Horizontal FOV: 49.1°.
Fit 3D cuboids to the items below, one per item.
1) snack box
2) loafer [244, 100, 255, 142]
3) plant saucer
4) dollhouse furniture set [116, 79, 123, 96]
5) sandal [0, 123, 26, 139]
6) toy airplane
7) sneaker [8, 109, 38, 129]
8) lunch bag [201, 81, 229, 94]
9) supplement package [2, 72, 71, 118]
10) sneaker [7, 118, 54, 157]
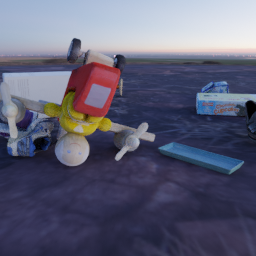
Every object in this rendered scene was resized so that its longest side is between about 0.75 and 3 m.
[{"bbox_3d":[3.993,-0.853,10.075,2.968,0.551,1.724,3,16,12],"label":"snack box"},{"bbox_3d":[3.154,-0.202,6.838,0.723,0.633,2.012,-26,8,18],"label":"loafer"},{"bbox_3d":[1.409,0.588,5.633,0.573,0.155,1.638,-14,22,-43],"label":"plant saucer"},{"bbox_3d":[-1.365,-1.716,12.918,2.175,1.120,2.151,0,4,1],"label":"dollhouse furniture set"},{"bbox_3d":[-2.879,0.144,6.939,1.300,0.319,0.529,12,9,-11],"label":"sandal"},{"bbox_3d":[-1.112,-0.172,5.728,2.851,2.012,2.839,-4,-25,19],"label":"toy airplane"},{"bbox_3d":[-2.867,-0.330,7.258,0.753,0.651,1.720,19,-7,-27],"label":"sneaker"},{"bbox_3d":[4.077,-1.784,13.217,1.214,0.773,1.032,-6,15,16],"label":"lunch bag"},{"bbox_3d":[-2.878,-1.153,9.531,2.414,1.416,1.411,-7,17,-23],"label":"supplement package"},{"bbox_3d":[-1.980,0.256,6.273,0.661,0.598,1.553,13,25,9],"label":"sneaker"}]
